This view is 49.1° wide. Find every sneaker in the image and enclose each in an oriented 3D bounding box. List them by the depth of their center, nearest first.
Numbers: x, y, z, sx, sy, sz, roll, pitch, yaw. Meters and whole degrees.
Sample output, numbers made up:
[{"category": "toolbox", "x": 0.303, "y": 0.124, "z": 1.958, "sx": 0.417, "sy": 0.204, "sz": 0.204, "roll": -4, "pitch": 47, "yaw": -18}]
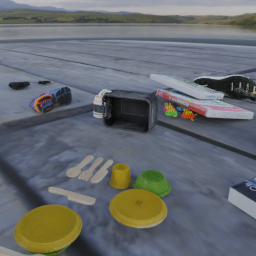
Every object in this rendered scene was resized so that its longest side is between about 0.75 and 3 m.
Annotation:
[{"category": "sneaker", "x": -0.449, "y": -0.982, "z": 9.860, "sx": 0.797, "sy": 0.807, "sz": 2.033, "roll": 11, "pitch": 23, "yaw": 28}, {"category": "sneaker", "x": -2.817, "y": -1.101, "z": 10.302, "sx": 0.761, "sy": 0.730, "sz": 1.939, "roll": 8, "pitch": 21, "yaw": 31}, {"category": "sneaker", "x": 4.006, "y": -1.789, "z": 11.689, "sx": 2.617, "sy": 0.967, "sz": 1.038, "roll": 7, "pitch": 18, "yaw": 18}]

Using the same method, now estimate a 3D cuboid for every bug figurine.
[{"category": "bug figurine", "x": 1.697, "y": -0.562, "z": 9.390, "sx": 1.011, "sy": 0.336, "sz": 1.304, "roll": 4, "pitch": 19, "yaw": -1}]

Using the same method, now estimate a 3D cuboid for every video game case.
[{"category": "video game case", "x": 2.575, "y": -0.866, "z": 9.779, "sx": 2.019, "sy": 0.246, "sz": 2.824, "roll": 1, "pitch": 19, "yaw": -29}, {"category": "video game case", "x": 2.261, "y": -1.573, "z": 10.698, "sx": 2.232, "sy": 0.246, "sz": 2.035, "roll": 29, "pitch": 22, "yaw": 34}]

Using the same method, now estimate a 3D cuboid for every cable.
[{"category": "cable", "x": 4.651, "y": -1.328, "z": 10.787, "sx": 1.268, "sy": 0.319, "sz": 0.616, "roll": 16, "pitch": -13, "yaw": -2}]

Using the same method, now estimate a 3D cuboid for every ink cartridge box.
[{"category": "ink cartridge box", "x": 2.632, "y": 1.387, "z": 4.541, "sx": 0.892, "sy": 0.352, "sz": 1.795, "roll": -12, "pitch": 26, "yaw": -29}]

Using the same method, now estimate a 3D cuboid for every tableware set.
[{"category": "tableware set", "x": -0.426, "y": 1.389, "z": 4.503, "sx": 2.007, "sy": 0.457, "sz": 2.980, "roll": 10, "pitch": 23, "yaw": 17}]

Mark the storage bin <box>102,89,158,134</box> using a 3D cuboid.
[{"category": "storage bin", "x": 0.062, "y": -0.513, "z": 8.336, "sx": 1.533, "sy": 1.036, "sz": 0.719, "roll": 10, "pitch": 24, "yaw": 23}]

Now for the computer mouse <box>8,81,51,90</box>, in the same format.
[{"category": "computer mouse", "x": -4.580, "y": -2.032, "z": 13.214, "sx": 2.097, "sy": 0.357, "sz": 0.615, "roll": -13, "pitch": 13, "yaw": -42}]
